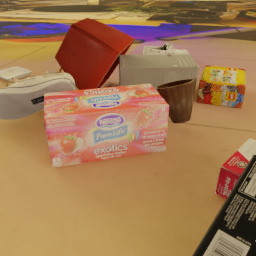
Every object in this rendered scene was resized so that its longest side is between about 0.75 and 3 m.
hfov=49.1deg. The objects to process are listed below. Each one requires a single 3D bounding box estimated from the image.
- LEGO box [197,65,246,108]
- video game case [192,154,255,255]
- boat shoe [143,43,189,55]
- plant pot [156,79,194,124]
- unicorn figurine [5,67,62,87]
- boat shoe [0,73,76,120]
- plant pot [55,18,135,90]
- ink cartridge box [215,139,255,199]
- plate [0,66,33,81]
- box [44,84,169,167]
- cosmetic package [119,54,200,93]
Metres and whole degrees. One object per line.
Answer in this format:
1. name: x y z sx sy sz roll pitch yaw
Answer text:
1. LEGO box: 3.188 -1.458 9.493 1.403 0.727 1.884 10 32 17
2. video game case: 2.251 1.739 3.599 2.346 0.331 2.596 23 56 35
3. boat shoe: 1.821 -3.489 12.922 2.413 0.806 0.888 -13 33 -22
4. plant pot: 1.326 -0.673 7.381 0.960 1.027 0.960 -13 14 3
5. unicorn figurine: -3.062 -1.361 9.360 1.685 0.906 2.453 4 45 -7
6. boat shoe: -2.801 -1.011 8.028 2.645 0.938 0.923 -17 39 1
7. plant pot: -1.206 -2.523 9.412 1.754 1.988 1.990 37 34 -5
8. ink cartridge box: 2.747 1.057 5.128 1.773 0.739 1.288 27 41 36
9. plate: -4.640 -2.170 11.270 1.161 0.188 1.163 20 36 32
10. box: -0.539 -0.127 6.647 2.703 1.279 1.387 -7 31 -12
11. cosmetic package: 0.963 -1.862 9.802 2.635 1.188 1.408 0 33 -6
